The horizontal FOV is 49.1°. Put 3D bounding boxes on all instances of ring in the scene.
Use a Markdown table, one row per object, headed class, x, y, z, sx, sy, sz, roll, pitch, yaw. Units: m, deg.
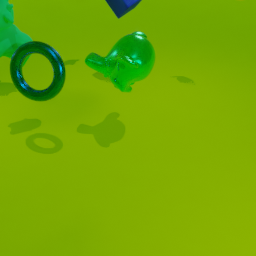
| class | x | y | z | sx | sy | sz | roll | pitch | yaw |
| --- | --- | --- | --- | --- | --- | --- | --- | --- | --- |
| ring | -1.726 | -1.067 | 5.339 | 1.136 | 1.136 | 0.227 | 7 | 17 | 10 |

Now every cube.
| class | x | y | z | sx | sy | sz | roll | pitch | yaw |
| --- | --- | --- | --- | --- | --- | --- | --- | --- | --- |
| cube | -0.113 | -3.994 | 8.523 | 0.788 | 0.788 | 0.788 | -42 | 13 | -21 |

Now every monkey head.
| class | x | y | z | sx | sy | sz | roll | pitch | yaw |
| --- | --- | --- | --- | --- | --- | --- | --- | --- | --- |
| monkey head | -0.131 | -1.477 | 5.835 | 1.357 | 1.136 | 1.886 | 26 | 35 | -7 |

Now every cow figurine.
| class | x | y | z | sx | sy | sz | roll | pitch | yaw |
| --- | --- | --- | --- | --- | --- | --- | --- | --- | --- |
| cow figurine | -2.353 | -1.884 | 5.566 | 1.342 | 1.320 | 0.737 | 10 | 47 | -54 |
